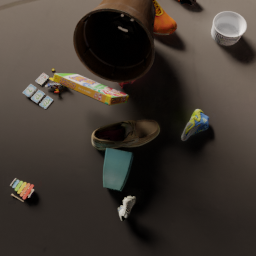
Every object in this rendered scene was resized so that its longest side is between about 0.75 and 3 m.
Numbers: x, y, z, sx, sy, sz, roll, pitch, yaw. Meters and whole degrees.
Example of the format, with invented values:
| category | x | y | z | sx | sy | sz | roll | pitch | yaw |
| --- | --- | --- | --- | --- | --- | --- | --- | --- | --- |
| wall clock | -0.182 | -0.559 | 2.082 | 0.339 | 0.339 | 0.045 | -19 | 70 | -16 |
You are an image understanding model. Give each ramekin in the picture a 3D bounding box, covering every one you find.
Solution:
| category | x | y | z | sx | sy | sz | roll | pitch | yaw |
| --- | --- | --- | --- | --- | --- | --- | --- | --- | --- |
| ramekin | 3.784 | -3.753 | 10.653 | 1.241 | 0.605 | 1.241 | 0 | 68 | 0 |

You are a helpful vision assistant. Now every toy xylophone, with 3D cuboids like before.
| category | x | y | z | sx | sy | sz | roll | pitch | yaw |
| --- | --- | --- | --- | --- | --- | --- | --- | --- | --- |
| toy xylophone | -3.255 | 1.916 | 8.584 | 0.772 | 0.194 | 0.565 | 20 | 70 | 8 |

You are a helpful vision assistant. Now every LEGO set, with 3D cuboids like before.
| category | x | y | z | sx | sy | sz | roll | pitch | yaw |
| --- | --- | --- | --- | --- | --- | --- | --- | --- | --- |
| LEGO set | -2.875 | -1.502 | 9.904 | 1.060 | 0.348 | 1.419 | 35 | 72 | 9 |

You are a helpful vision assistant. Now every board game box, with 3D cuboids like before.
| category | x | y | z | sx | sy | sz | roll | pitch | yaw |
| --- | --- | --- | --- | --- | --- | --- | --- | --- | --- |
| board game box | -1.204 | -1.246 | 8.569 | 2.294 | 1.096 | 0.344 | 22 | 108 | 21 |

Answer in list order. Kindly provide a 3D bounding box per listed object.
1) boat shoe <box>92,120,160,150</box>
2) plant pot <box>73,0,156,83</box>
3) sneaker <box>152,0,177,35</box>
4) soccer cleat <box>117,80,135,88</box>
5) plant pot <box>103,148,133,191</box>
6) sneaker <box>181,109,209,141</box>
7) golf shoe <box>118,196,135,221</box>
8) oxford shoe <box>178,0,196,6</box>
| category | x | y | z | sx | sy | sz | roll | pitch | yaw |
| --- | --- | --- | --- | --- | --- | --- | --- | --- | --- |
| boat shoe | -0.059 | 0.166 | 8.967 | 2.280 | 0.789 | 0.840 | -15 | 69 | -6 |
| plant pot | -0.175 | -3.323 | 9.389 | 2.578 | 2.578 | 2.552 | 13 | 50 | 5 |
| sneaker | 0.735 | -4.574 | 10.751 | 2.783 | 1.073 | 1.016 | 41 | 73 | 13 |
| soccer cleat | 0.222 | -1.893 | 10.029 | 1.381 | 0.461 | 0.528 | -25 | 87 | -9 |
| plant pot | -0.350 | 1.304 | 8.543 | 0.814 | 0.814 | 1.152 | 11 | 77 | 4 |
| sneaker | 2.276 | -0.024 | 9.213 | 0.675 | 0.487 | 1.285 | 28 | 70 | 10 |
| golf shoe | -0.004 | 2.300 | 7.949 | 0.362 | 0.924 | 0.449 | 8 | 43 | -16 |
| oxford shoe | 2.134 | -5.439 | 11.412 | 1.400 | 0.498 | 0.508 | 26 | 76 | 10 |
